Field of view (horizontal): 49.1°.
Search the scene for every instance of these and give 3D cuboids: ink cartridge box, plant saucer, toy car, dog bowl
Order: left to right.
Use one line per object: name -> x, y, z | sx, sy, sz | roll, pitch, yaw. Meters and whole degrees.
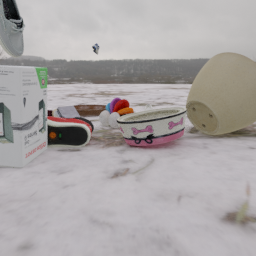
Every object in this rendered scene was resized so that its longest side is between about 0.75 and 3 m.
ink cartridge box -> -2.727, -0.364, 6.965 | 0.970, 2.308, 1.685 | 4, 12, 4
plant saucer -> -2.068, -0.915, 14.523 | 2.316, 0.399, 2.316 | 0, 12, 0
toy car -> -0.366, -0.646, 11.291 | 1.323, 1.134, 1.512 | -10, 15, -38
dog bowl -> 0.766, -0.062, 8.590 | 2.158, 0.796, 2.158 | -9, 10, 2

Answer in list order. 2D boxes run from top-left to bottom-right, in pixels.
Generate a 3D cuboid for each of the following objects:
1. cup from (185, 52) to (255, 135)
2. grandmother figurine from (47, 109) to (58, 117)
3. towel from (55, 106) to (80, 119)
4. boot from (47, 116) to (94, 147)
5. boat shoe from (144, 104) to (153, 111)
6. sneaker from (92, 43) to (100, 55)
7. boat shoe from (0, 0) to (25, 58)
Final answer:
cup -> 3.177, -0.896, 9.753 | 1.999, 2.795, 2.795 | -38, 28, -22
grandmother figurine -> -3.785, -0.638, 12.467 | 2.265, 0.686, 1.373 | 2, 12, 17
towel -> -2.520, -0.574, 11.811 | 0.906, 0.388, 0.750 | -9, 58, -47
boot -> -2.393, -0.013, 8.878 | 2.548, 0.923, 1.838 | 7, 11, -4
boat shoe -> 1.058, -0.992, 14.608 | 0.506, 0.498, 1.426 | 2, 12, 8
sneaker -> -1.448, -3.702, 13.105 | 0.294, 0.325, 0.764 | 38, -9, 6
boat shoe -> -3.745, -3.363, 8.870 | 0.825, 2.317, 0.808 | 9, 35, 29
